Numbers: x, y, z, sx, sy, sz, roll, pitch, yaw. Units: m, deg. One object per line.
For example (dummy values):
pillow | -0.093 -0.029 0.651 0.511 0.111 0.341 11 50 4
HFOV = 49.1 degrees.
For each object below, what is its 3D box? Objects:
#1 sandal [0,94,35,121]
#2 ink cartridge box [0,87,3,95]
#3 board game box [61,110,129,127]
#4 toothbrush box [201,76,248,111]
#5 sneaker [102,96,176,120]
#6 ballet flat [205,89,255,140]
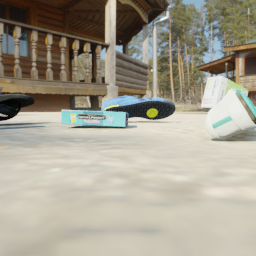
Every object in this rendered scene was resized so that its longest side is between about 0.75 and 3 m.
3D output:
sandal | -4.009 -0.513 8.187 1.028 0.655 2.736 -22 -7 40
ink cartridge box | -3.892 -0.900 7.337 0.219 0.555 1.115 40 24 21
board game box | -0.802 -0.256 7.293 1.560 0.366 1.178 2 2 3
toothbrush box | 2.906 -0.877 8.371 1.294 0.942 0.557 16 -5 -33
sneaker | 0.346 -0.819 9.840 2.571 0.847 1.008 -4 38 3
ballet flat | 1.818 -0.217 4.951 0.867 0.867 2.499 2 5 25
